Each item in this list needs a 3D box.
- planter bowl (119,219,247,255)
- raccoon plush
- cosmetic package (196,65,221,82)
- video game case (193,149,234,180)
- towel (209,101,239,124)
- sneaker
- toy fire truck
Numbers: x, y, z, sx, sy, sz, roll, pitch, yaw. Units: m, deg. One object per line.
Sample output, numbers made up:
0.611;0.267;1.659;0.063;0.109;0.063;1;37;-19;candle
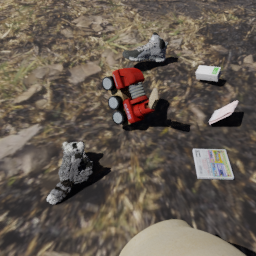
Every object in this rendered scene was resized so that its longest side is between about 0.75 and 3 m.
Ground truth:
0.817;2.604;4.404;2.553;2.553;1.718;-16;36;-16;planter bowl
-1.663;1.008;7.210;1.624;0.786;1.088;-39;38;-19;raccoon plush
2.996;-2.034;10.433;0.823;0.349;0.443;13;62;30;cosmetic package
2.328;0.983;7.739;0.939;0.114;1.031;1;41;2;video game case
3.008;-0.503;8.819;0.144;0.850;0.890;54;42;-6;towel
0.728;-3.245;11.046;1.969;1.137;0.739;-6;39;-30;sneaker
0.253;-1.030;8.181;1.887;1.661;1.214;-16;2;37;toy fire truck
